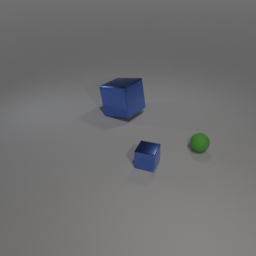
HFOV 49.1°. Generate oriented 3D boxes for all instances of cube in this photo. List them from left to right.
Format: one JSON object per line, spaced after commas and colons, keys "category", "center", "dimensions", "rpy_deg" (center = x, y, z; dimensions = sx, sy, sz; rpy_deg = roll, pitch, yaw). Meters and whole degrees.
{"category": "cube", "center": [-0.220, -1.382, 12.533], "dimensions": [1.400, 1.400, 1.400], "rpy_deg": [8, 29, 35]}
{"category": "cube", "center": [0.652, 0.933, 9.335], "dimensions": [0.700, 0.700, 0.700], "rpy_deg": [10, 32, 19]}

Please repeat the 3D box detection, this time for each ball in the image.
{"category": "ball", "center": [2.579, 0.525, 10.066], "dimensions": [0.700, 0.700, 0.700], "rpy_deg": [0, 29, 0]}
